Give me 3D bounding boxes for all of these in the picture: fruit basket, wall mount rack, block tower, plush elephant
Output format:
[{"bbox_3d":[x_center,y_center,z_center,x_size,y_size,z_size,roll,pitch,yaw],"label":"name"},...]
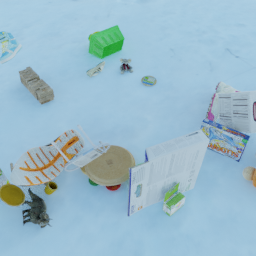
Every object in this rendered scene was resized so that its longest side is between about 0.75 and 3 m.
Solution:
[{"bbox_3d":[-1.490,-5.060,15.993,2.159,1.557,2.159,7,56,-10],"label":"fruit basket"},{"bbox_3d":[-1.560,0.684,9.228,1.788,1.554,0.667,-32,58,10],"label":"wall mount rack"},{"bbox_3d":[-4.365,-2.020,13.243,0.721,0.673,2.493,-26,49,-26],"label":"block tower"},{"bbox_3d":[-0.117,-3.306,14.604,0.697,0.655,0.846,-8,44,-8],"label":"plush elephant"}]

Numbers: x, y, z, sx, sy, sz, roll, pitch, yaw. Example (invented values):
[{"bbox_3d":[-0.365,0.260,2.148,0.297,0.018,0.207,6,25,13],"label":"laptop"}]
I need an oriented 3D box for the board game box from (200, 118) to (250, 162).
[{"bbox_3d":[3.461,0.441,10.326,1.699,1.150,0.293,25,48,25],"label":"board game box"}]

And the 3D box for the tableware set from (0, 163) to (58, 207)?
[{"bbox_3d":[-3.341,1.607,8.542,2.563,0.393,1.727,21,29,-44],"label":"tableware set"}]

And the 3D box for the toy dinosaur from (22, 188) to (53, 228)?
[{"bbox_3d":[-2.836,2.548,8.648,0.813,0.612,1.589,-3,35,-22],"label":"toy dinosaur"}]

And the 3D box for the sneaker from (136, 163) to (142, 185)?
[{"bbox_3d":[1.066,1.313,9.476,2.136,0.892,0.791,-13,62,-16],"label":"sneaker"}]

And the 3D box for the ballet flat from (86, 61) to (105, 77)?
[{"bbox_3d":[-1.594,-3.013,14.564,0.416,0.450,1.335,47,60,5],"label":"ballet flat"}]

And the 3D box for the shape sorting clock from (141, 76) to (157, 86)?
[{"bbox_3d":[1.044,-2.337,13.952,0.781,0.153,0.781,2,48,-2],"label":"shape sorting clock"}]

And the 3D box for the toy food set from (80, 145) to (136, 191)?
[{"bbox_3d":[-0.642,1.347,9.876,1.860,0.453,1.841,-26,49,-24],"label":"toy food set"}]

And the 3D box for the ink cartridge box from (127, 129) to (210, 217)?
[{"bbox_3d":[1.035,1.377,8.352,2.523,2.518,0.512,-17,48,-19],"label":"ink cartridge box"}]

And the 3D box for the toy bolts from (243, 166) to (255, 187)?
[{"bbox_3d":[4.825,1.064,9.499,1.291,1.779,1.862,18,26,39],"label":"toy bolts"}]

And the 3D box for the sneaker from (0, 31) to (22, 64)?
[{"bbox_3d":[-3.722,-2.458,8.433,0.450,0.738,1.131,-17,37,21],"label":"sneaker"}]

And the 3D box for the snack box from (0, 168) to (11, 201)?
[{"bbox_3d":[-4.391,1.953,8.719,0.457,1.139,1.350,8,43,21],"label":"snack box"}]

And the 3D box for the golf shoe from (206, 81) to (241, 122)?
[{"bbox_3d":[4.153,-1.058,12.048,1.222,1.005,2.669,21,49,16],"label":"golf shoe"}]

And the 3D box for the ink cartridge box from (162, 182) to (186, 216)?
[{"bbox_3d":[1.439,2.202,8.640,0.679,0.919,0.348,-30,51,-28],"label":"ink cartridge box"}]

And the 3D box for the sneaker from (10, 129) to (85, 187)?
[{"bbox_3d":[-2.660,1.095,9.331,1.158,1.143,2.960,57,37,-1],"label":"sneaker"}]

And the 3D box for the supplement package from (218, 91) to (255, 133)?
[{"bbox_3d":[5.096,-0.712,10.557,2.597,1.440,2.022,-7,7,-12],"label":"supplement package"}]
